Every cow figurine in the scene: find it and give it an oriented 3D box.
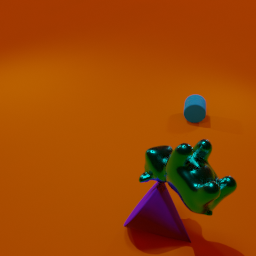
[{"bbox_3d":[0.932,0.879,4.955,0.888,1.592,1.618,-8,55,-31],"label":"cow figurine"}]

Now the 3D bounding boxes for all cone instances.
[{"bbox_3d":[0.786,1.904,5.691,1.253,1.249,1.249,39,45,7],"label":"cone"}]

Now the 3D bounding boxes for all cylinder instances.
[{"bbox_3d":[2.217,-0.643,9.271,0.707,0.707,0.707,7,35,10],"label":"cylinder"}]
